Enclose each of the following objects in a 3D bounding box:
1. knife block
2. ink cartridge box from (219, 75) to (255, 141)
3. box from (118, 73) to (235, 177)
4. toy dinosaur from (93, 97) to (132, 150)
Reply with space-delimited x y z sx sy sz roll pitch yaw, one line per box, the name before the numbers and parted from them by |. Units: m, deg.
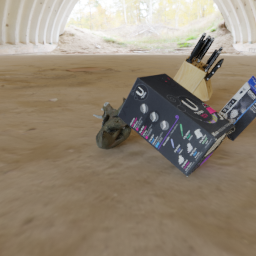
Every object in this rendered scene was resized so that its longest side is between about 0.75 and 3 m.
knife block | 2.132 -2.028 9.932 2.536 2.226 0.811 -7 23 30
ink cartridge box | 2.687 -0.446 6.558 0.721 1.449 0.284 36 8 -23
box | 0.935 -0.154 5.580 1.876 0.995 1.147 41 33 20
toy dinosaur | -0.298 0.053 6.584 0.910 1.210 2.366 36 28 -16
